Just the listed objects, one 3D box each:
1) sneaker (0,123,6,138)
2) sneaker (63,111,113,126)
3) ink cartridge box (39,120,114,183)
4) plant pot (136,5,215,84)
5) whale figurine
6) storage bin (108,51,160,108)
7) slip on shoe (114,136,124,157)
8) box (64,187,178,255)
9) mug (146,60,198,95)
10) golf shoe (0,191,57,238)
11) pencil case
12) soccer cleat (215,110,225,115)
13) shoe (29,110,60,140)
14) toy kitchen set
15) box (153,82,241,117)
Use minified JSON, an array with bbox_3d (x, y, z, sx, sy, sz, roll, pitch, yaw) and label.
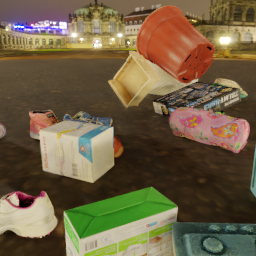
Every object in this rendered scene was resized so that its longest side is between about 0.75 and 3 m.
[{"bbox_3d":[-4.297,0.044,7.968,1.775,0.643,1.012,14,15,20],"label":"sneaker"},{"bbox_3d":[-1.185,-0.174,8.469,1.649,0.635,0.624,-10,18,-33],"label":"sneaker"},{"bbox_3d":[-1.064,0.441,5.954,1.267,0.930,0.925,9,20,24],"label":"ink cartridge box"},{"bbox_3d":[2.048,-3.272,11.565,2.539,2.539,2.470,-12,50,-34],"label":"plant pot"},{"bbox_3d":[4.857,-1.714,13.435,1.798,0.933,1.431,19,5,-28],"label":"whale figurine"},{"bbox_3d":[0.195,-2.012,11.536,0.787,1.680,1.668,-10,59,-48],"label":"storage bin"},{"bbox_3d":[-0.517,0.360,7.066,0.506,0.612,1.652,31,0,-20],"label":"slip on shoe"},{"bbox_3d":[-0.062,1.310,3.063,1.115,0.984,0.539,-10,21,-27],"label":"box"},{"bbox_3d":[2.270,-2.526,14.195,2.479,2.088,2.828,11,-12,27],"label":"mug"},{"bbox_3d":[-1.754,1.193,4.027,1.438,0.658,0.542,-2,18,-1],"label":"golf shoe"},{"bbox_3d":[2.119,0.002,7.554,0.911,0.911,2.083,-16,23,-42],"label":"pencil case"},{"bbox_3d":[3.217,-0.613,10.292,0.588,0.490,1.452,12,26,8],"label":"soccer cleat"},{"bbox_3d":[-2.098,-0.045,7.802,1.699,0.773,0.607,10,20,28],"label":"shoe"},{"bbox_3d":[1.637,0.762,3.626,2.306,1.695,2.878,1,17,3],"label":"toy kitchen set"},{"bbox_3d":[2.438,-1.008,10.282,2.303,0.572,2.286,-24,24,-19],"label":"box"}]
